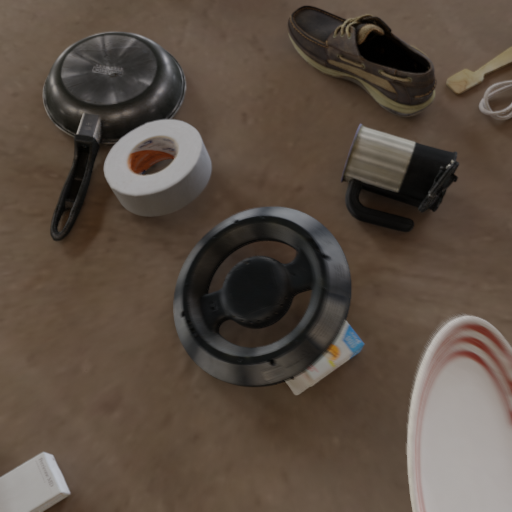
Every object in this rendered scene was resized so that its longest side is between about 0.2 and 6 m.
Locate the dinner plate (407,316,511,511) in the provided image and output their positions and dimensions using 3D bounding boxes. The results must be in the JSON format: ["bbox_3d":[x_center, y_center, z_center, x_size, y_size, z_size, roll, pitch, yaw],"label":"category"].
[{"bbox_3d":[2.430,2.285,6.157,3.218,0.390,3.218,15,68,-41],"label":"dinner plate"}]

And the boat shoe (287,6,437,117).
[{"bbox_3d":[1.829,-3.568,9.490,2.956,1.084,1.101,35,70,15],"label":"boat shoe"}]

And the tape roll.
[{"bbox_3d":[-1.493,-1.360,8.548,1.559,0.515,1.559,-7,54,10],"label":"tape roll"}]

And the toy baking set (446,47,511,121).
[{"bbox_3d":[4.979,-3.010,9.635,3.006,0.350,2.307,26,67,12],"label":"toy baking set"}]

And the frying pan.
[{"bbox_3d":[-2.877,-2.385,9.261,2.447,0.658,4.045,30,65,14],"label":"frying pan"}]

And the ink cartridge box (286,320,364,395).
[{"bbox_3d":[0.816,1.302,7.593,1.112,0.377,0.640,-32,69,-14],"label":"ink cartridge box"}]

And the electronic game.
[{"bbox_3d":[0.027,0.494,7.592,2.534,0.527,2.534,-9,65,19],"label":"electronic game"}]

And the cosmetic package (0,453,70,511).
[{"bbox_3d":[-2.933,2.954,6.806,1.118,0.398,0.567,-30,68,-14],"label":"cosmetic package"}]

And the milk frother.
[{"bbox_3d":[2.061,-1.255,8.125,1.519,1.615,1.458,18,69,9],"label":"milk frother"}]
